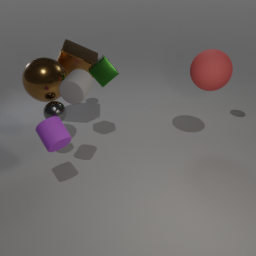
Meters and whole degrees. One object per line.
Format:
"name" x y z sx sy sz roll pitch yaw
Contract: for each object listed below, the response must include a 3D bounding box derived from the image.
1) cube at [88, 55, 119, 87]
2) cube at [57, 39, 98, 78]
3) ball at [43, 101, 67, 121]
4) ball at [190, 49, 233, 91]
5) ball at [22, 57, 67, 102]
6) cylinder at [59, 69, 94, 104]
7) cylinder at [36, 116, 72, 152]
"cube" -0.809 -1.860 9.142 0.700 0.700 0.700 -40 20 6
"cube" -2.050 -2.330 10.812 1.400 1.400 1.400 20 30 -17
"ball" -2.268 -0.490 8.709 0.700 0.700 0.700 0 30 0
"ball" 2.828 -1.966 9.553 1.400 1.400 1.400 0 30 0
"ball" -2.629 -1.529 8.927 1.400 1.400 1.400 0 30 0
"cylinder" -1.344 -1.088 7.336 0.700 0.700 0.700 7 37 12
"cylinder" -1.960 0.167 7.393 0.700 0.700 0.700 -24 73 -36
